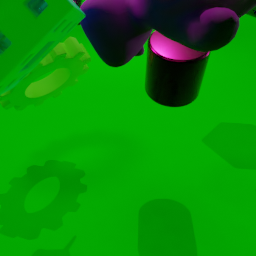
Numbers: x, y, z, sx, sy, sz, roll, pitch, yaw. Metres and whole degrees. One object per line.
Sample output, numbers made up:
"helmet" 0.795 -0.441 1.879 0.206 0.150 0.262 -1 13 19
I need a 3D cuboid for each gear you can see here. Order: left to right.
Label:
"gear" -1.561 -0.964 5.229 1.811 1.811 0.335 -28 83 -37

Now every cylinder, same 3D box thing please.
"cylinder" 0.754 -0.972 4.460 0.938 0.938 0.938 0 51 0

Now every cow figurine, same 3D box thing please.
"cow figurine" 0.426 -1.195 2.468 1.724 0.946 1.696 -34 27 -3

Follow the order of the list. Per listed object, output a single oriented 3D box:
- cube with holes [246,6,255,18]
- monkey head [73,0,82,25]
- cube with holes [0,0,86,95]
"cube with holes" 3.015 -3.544 6.473 1.244 1.244 1.244 -45 44 8
"monkey head" -0.977 -1.848 3.673 0.796 0.951 1.322 9 -1 3
"cube with holes" -0.918 -0.798 1.843 0.858 0.858 0.858 -41 16 10
